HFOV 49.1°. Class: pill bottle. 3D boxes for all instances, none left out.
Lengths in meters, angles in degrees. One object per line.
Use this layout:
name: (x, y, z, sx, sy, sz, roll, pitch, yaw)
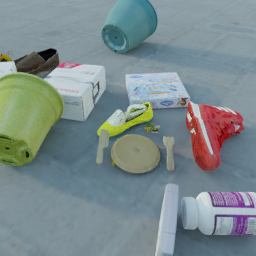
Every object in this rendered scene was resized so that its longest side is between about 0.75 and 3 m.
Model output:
pill bottle: (1.971, 1.811, 5.966, 1.577, 0.885, 0.885, 1, 36, 1)

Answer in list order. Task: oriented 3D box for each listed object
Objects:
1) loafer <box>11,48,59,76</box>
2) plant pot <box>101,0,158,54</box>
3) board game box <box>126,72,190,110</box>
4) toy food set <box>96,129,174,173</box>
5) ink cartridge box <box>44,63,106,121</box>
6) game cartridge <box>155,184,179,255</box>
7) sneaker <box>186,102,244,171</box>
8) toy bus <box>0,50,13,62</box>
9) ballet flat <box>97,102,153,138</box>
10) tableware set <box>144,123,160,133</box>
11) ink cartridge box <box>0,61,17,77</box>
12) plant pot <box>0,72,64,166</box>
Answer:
loafer: (-4.144, -2.890, 12.105, 1.009, 0.980, 2.762, 42, 48, 10)
plant pot: (-0.089, -5.179, 14.481, 2.528, 2.528, 2.376, 18, 55, 23)
board game box: (1.061, -1.478, 10.856, 2.159, 0.444, 2.154, -3, 36, -4)
toy food set: (0.216, 0.729, 7.947, 2.170, 0.436, 1.498, 6, 43, 0)
ink cartridge box: (-2.040, -1.395, 10.233, 1.807, 1.037, 2.488, 8, 37, 11)
game cartridge: (0.779, 1.959, 5.594, 0.337, 1.080, 1.621, 6, 36, 10)
sneaker: (2.717, 0.080, 8.169, 1.690, 1.146, 2.925, 0, 37, 2)
toy bus: (-5.432, -2.723, 12.069, 1.037, 1.099, 0.568, -2, 37, 6)
ballet flat: (-0.074, -0.337, 9.066, 2.097, 0.703, 0.701, -21, 43, -26)
tableware set: (0.742, -0.016, 8.867, 0.507, 0.115, 0.752, -1, 19, 13)
ink cartridge box: (-4.333, -1.377, 9.854, 0.844, 1.465, 2.529, -8, 37, -11)
plant pot: (-3.063, -0.106, 7.881, 2.140, 2.140, 1.968, 2, 48, 3)
